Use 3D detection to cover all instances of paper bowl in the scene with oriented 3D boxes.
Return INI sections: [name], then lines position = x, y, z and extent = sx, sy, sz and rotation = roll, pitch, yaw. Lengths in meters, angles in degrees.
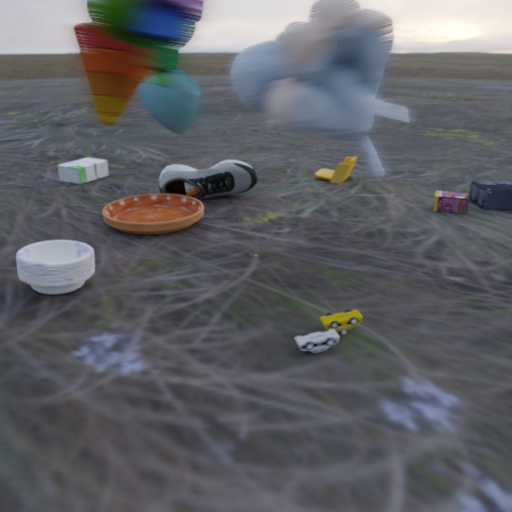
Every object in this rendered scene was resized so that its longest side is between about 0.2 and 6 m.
[paper bowl]
position = -3.213, 0.203, 9.041
extent = 1.179, 0.613, 1.179
rotation = 2, 21, -1

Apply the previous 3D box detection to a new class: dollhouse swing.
[dollhouse swing]
position = 2.180, -2.453, 15.385
extent = 0.805, 0.833, 0.916
rotation = 29, 31, 13

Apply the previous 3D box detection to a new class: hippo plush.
[hippo plush]
position = 0.929, -3.003, 9.300
extent = 2.835, 2.258, 2.279
rotation = 15, 12, -40

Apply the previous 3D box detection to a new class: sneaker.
[sneaker]
position = -1.177, -1.727, 13.593
extent = 2.457, 0.908, 0.974
rotation = -4, 31, 6

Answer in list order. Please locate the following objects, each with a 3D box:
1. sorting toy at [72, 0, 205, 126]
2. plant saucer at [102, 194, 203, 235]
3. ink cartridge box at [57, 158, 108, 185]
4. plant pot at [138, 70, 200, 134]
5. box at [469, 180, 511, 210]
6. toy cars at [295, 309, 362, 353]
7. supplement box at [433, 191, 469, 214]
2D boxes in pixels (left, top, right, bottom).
[sorting toy]
position = -1.878, -2.845, 8.451
extent = 1.575, 1.565, 4.544
rotation = 6, 6, -26
[plant saucer]
position = -2.208, -0.898, 12.112
extent = 2.144, 0.346, 2.144
rotation = 0, 22, 0
[ink cartridge box]
position = -4.752, -2.348, 15.442
extent = 0.802, 0.462, 1.099
rotation = 13, 26, 28
[plant pot]
position = -1.792, -3.571, 12.505
extent = 0.932, 1.383, 1.383
rotation = -36, 9, 25
[box]
position = 5.662, -1.437, 13.198
extent = 0.948, 0.494, 0.863
rotation = -1, 21, -3
[toy cars]
position = 0.994, 1.048, 7.545
extent = 0.519, 0.256, 1.158
rotation = 9, 27, 39
[supplement box]
position = 4.469, -1.229, 12.847
extent = 0.734, 0.379, 0.481
rotation = 8, 24, 18
